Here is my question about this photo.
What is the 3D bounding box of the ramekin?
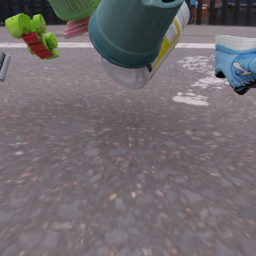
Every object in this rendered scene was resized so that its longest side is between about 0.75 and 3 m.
[{"bbox_3d":[-1.493,-3.939,7.683,1.784,1.784,0.871,13,-16,26],"label":"ramekin"}]

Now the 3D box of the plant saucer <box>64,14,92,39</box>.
[{"bbox_3d":[-1.246,-3.403,9.028,1.828,0.463,1.828,-17,23,7],"label":"plant saucer"}]

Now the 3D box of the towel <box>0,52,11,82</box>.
[{"bbox_3d":[-3.464,-1.661,7.599,0.375,0.726,0.877,16,-1,-27],"label":"towel"}]

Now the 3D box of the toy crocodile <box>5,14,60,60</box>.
[{"bbox_3d":[-2.876,-2.749,8.849,0.934,0.854,2.767,-12,-10,3],"label":"toy crocodile"}]

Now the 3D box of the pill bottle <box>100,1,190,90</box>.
[{"bbox_3d":[0.531,-2.418,7.592,1.486,1.486,2.599,19,61,35],"label":"pill bottle"}]

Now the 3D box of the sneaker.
[{"bbox_3d":[2.382,-1.048,5.039,0.912,1.047,2.328,1,21,-19],"label":"sneaker"}]

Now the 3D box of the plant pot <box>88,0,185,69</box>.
[{"bbox_3d":[0.228,-2.416,5.687,1.770,1.770,1.734,-11,-14,-23],"label":"plant pot"}]
